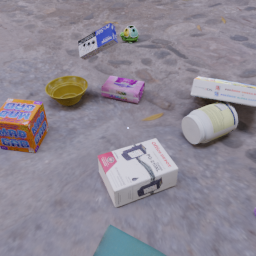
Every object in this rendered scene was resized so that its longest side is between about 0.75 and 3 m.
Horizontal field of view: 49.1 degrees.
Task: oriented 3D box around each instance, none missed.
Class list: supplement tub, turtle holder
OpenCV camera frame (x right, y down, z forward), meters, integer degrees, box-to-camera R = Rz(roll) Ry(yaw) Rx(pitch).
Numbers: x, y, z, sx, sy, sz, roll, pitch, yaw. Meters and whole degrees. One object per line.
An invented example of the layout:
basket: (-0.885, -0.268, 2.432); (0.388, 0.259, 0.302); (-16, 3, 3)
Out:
supplement tub: (2.780, -0.175, 9.584); (1.613, 1.169, 1.169); (-20, 45, -22)
turtle holder: (0.051, -5.290, 15.723); (1.102, 0.783, 0.837); (-6, 42, -7)

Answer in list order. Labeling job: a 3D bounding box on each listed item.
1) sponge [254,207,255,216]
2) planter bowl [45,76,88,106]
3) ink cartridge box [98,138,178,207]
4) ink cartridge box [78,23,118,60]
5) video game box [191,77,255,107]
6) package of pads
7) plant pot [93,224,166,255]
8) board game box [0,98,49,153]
sponge: (3.889, 2.693, 7.033); (0.872, 0.233, 1.563); (-1, 41, -2)
planter bowl: (-2.424, -1.396, 11.327); (1.700, 0.708, 1.700); (-1, 40, 1)
ink cartridge box: (0.273, 1.248, 8.222); (1.964, 0.828, 1.421); (-16, 44, -17)
ink cartridge box: (-1.096, -3.060, 9.988); (1.499, 0.331, 0.705); (-19, 70, 27)
video game box: (3.788, -1.404, 10.498); (2.617, 0.672, 2.872); (10, 14, 14)
package of pads: (-0.193, -1.628, 11.657); (1.655, 0.626, 0.997); (12, 43, 13)
plant pot: (0.313, 3.326, 5.319); (2.316, 1.637, 1.636); (18, 44, 13)
board game box: (-3.567, -0.085, 9.420); (1.252, 1.252, 1.253); (7, 42, 6)
